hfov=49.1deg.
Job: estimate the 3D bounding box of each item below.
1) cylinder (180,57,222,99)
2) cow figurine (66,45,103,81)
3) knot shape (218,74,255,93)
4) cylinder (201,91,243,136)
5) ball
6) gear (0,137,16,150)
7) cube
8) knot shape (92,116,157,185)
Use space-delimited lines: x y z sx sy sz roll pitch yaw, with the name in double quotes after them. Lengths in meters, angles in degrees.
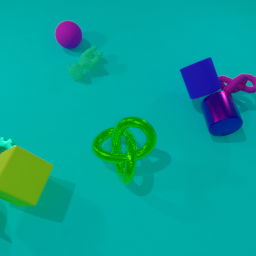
2.089 -1.430 8.071 0.936 0.936 0.936 -24 98 -13 "cylinder"
-1.387 -2.066 8.934 0.622 1.115 1.134 48 25 -17 "cow figurine"
3.248 -1.283 8.154 1.128 1.206 0.557 -4 98 1 "knot shape"
2.589 -0.386 7.788 0.920 0.920 0.920 -5 56 -3 "cylinder"
-1.976 -3.108 9.353 0.894 0.894 0.894 0 61 0 "ball"
-3.463 0.798 7.550 1.095 0.203 1.095 -2 64 4 "gear"
-2.579 1.162 6.570 1.024 1.024 1.024 36 56 -27 "cube"
-0.200 0.463 7.194 1.615 0.798 1.726 22 94 35 "knot shape"
